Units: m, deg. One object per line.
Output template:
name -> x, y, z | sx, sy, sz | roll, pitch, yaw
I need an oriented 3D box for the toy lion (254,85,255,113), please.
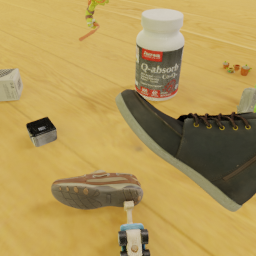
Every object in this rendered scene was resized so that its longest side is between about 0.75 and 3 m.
toy lion -> 4.707, -1.163, 8.598 | 2.426, 2.531, 0.869 | -22, -1, -23

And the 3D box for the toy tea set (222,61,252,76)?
toy tea set -> 4.571, -2.583, 11.747 | 1.227, 0.454, 0.730 | 14, 40, 17

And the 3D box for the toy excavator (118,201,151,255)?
toy excavator -> 0.059, 2.098, 5.666 | 0.569, 1.139, 1.107 | -3, 82, -6

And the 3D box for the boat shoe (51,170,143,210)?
boat shoe -> -0.701, 1.376, 6.475 | 2.060, 0.780, 0.740 | 5, 34, -8

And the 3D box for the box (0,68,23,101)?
box -> -5.150, -1.492, 10.024 | 2.467, 0.844, 1.014 | -6, 38, -7

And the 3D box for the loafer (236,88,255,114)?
loafer -> 2.786, -0.435, 6.712 | 0.381, 1.088, 0.380 | 19, 1, -33

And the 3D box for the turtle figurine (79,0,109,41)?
turtle figurine -> -0.767, -3.662, 7.785 | 0.771, 2.394, 1.930 | 29, 29, -15

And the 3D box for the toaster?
toaster -> -2.567, 0.109, 8.254 | 0.819, 0.486, 0.740 | -23, 43, -27

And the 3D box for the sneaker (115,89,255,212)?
sneaker -> 1.008, -0.025, 3.769 | 2.306, 1.225, 0.862 | 38, 15, -9

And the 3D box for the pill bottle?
pill bottle -> 1.068, -2.498, 9.706 | 1.628, 2.810, 1.628 | 0, 38, 0
